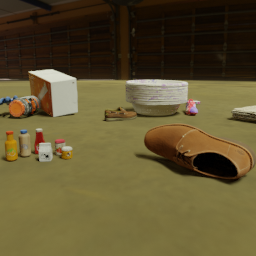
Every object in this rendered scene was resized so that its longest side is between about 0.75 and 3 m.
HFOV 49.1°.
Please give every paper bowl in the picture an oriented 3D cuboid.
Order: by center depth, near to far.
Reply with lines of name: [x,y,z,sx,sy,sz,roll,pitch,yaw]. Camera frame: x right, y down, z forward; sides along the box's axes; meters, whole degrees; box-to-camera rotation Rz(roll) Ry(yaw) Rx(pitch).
paper bowl: [1.290,-1.409,12.800,2.816,1.465,2.816,0,12,0]

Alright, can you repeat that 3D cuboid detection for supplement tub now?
supplement tub: [-4.413,-0.912,12.018,0.843,0.843,1.376,3,12,12]

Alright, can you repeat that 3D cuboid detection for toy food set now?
toy food set: [-2.028,0.354,6.512,1.474,0.663,0.704,-1,12,-3]

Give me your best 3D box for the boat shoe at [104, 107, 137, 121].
boat shoe: [-0.258,-0.587,11.289,1.475,0.502,0.531,-8,15,-34]

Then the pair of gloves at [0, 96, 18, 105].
pair of gloves: [-5.838,-0.937,12.106,2.285,0.260,1.837,-20,4,-8]

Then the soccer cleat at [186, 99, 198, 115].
soccer cleat: [2.899,-0.960,12.818,0.520,0.597,1.560,2,12,8]

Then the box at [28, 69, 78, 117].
box: [-3.440,-1.661,12.774,1.220,1.557,2.504,-16,28,-36]

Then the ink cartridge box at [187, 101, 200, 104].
ink cartridge box: [3.768,-1.504,16.397,0.794,0.167,0.474,2,12,-6]

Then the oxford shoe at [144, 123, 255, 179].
oxford shoe: [1.237,0.451,5.738,2.425,0.865,0.864,11,21,37]

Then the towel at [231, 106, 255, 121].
towel: [5.573,-0.570,11.439,2.595,0.447,1.719,-9,16,-37]
